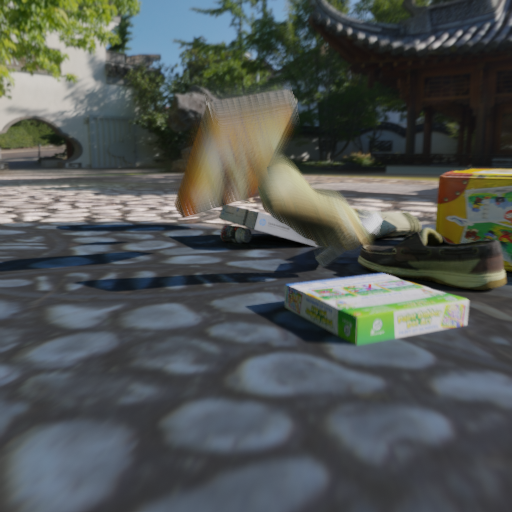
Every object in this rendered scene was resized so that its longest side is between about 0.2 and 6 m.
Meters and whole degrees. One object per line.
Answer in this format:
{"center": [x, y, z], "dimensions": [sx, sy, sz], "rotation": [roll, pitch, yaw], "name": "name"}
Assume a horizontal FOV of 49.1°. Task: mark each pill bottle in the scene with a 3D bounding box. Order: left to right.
{"center": [-0.450, -0.483, 12.658], "dimensions": [0.660, 0.382, 0.382], "rotation": [7, 13, 35], "name": "pill bottle"}

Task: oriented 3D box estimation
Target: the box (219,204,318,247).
{"center": [0.272, -0.710, 12.658], "dimensions": [1.606, 0.424, 2.060], "rotation": [14, 2, -26], "name": "box"}

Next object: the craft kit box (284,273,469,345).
{"center": [1.447, 0.602, 7.016], "dimensions": [1.645, 0.399, 1.625], "rotation": [-5, 9, -25], "name": "craft kit box"}

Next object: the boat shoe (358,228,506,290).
{"center": [2.797, -0.044, 9.119], "dimensions": [0.901, 0.829, 2.523], "rotation": [-10, 14, -41], "name": "boat shoe"}

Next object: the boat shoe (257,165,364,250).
{"center": [0.860, -0.541, 8.433], "dimensions": [0.798, 0.688, 2.187], "rotation": [-27, -43, 32], "name": "boat shoe"}

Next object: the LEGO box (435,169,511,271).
{"center": [5.858, -0.693, 10.228], "dimensions": [4.340, 1.675, 3.232], "rotation": [6, 12, 30], "name": "LEGO box"}

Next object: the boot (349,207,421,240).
{"center": [2.980, -0.840, 13.799], "dimensions": [1.445, 0.673, 1.868], "rotation": [-5, 17, -21], "name": "boot"}

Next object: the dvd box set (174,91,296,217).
{"center": [-0.391, -1.703, 9.543], "dimensions": [1.674, 2.288, 0.336], "rotation": [-21, 63, -36], "name": "dvd box set"}

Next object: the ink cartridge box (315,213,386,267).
{"center": [1.682, -0.329, 9.909], "dimensions": [1.099, 0.242, 1.119], "rotation": [-38, -1, 32], "name": "ink cartridge box"}
